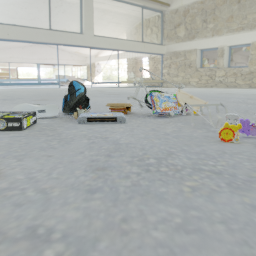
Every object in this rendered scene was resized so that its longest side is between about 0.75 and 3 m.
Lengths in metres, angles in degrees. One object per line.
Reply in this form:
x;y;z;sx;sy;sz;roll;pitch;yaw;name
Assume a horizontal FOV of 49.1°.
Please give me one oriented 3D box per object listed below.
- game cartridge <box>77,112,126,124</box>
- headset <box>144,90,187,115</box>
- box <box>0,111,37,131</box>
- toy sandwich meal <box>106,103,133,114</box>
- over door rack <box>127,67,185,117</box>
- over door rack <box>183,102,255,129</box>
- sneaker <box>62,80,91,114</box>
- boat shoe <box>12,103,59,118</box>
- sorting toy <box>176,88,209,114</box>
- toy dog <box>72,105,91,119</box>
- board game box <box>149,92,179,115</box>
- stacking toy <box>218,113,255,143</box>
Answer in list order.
-1.059;-0.415;11.419;1.892;0.393;1.260;-1;15;-5;game cartridge
1.777;-1.221;13.216;2.001;0.940;1.236;26;51;5;headset
-4.653;-0.274;10.174;2.205;0.488;1.766;-1;11;-3;box
-0.437;-0.973;14.135;1.537;0.527;1.537;0;7;0;toy sandwich meal
1.243;-1.588;12.812;2.230;1.647;0.743;23;-13;-4;over door rack
3.209;-0.355;10.039;1.687;0.761;2.284;-4;17;-18;over door rack
-2.251;-1.392;13.015;1.223;1.093;2.987;7;-12;-21;sneaker
-4.052;-0.756;12.314;1.944;0.697;0.659;-7;5;-24;boat shoe
2.918;-1.128;13.837;1.607;0.858;1.446;26;-6;4;sorting toy
-2.034;-0.744;12.451;0.815;0.595;1.236;-3;11;-17;toy dog
1.648;-1.087;12.576;1.409;0.954;0.243;-1;-14;-35;board game box
4.030;0.076;8.235;2.546;0.598;1.919;6;13;19;stacking toy
